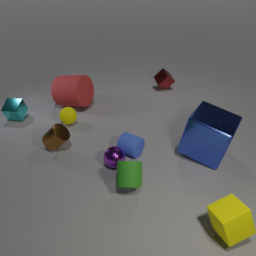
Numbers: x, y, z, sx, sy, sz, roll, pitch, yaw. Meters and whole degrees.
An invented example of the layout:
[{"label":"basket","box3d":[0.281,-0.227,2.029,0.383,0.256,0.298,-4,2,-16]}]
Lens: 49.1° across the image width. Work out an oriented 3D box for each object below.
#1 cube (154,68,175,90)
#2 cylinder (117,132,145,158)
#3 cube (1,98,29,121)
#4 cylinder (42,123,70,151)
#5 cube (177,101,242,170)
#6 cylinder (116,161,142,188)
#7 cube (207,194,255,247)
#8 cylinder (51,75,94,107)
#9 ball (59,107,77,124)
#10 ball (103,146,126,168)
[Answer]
[{"label":"cube","box3d":[1.909,-2.565,14.742,0.700,0.700,0.700,20,38,-45]},{"label":"cylinder","box3d":[0.100,0.566,9.457,0.700,0.700,0.700,21,35,28]},{"label":"cube","box3d":[-4.718,-0.774,11.712,0.700,0.700,0.700,5,59,9]},{"label":"cylinder","box3d":[-2.473,0.312,9.636,0.700,0.700,0.700,-37,14,29]},{"label":"cube","box3d":[2.648,0.204,9.124,1.400,1.400,1.400,27,39,19]},{"label":"cylinder","box3d":[0.039,1.267,7.718,0.700,0.700,0.700,1,-7,0]},{"label":"cube","box3d":[2.319,2.062,6.324,0.700,0.700,0.700,-24,21,-6]},{"label":"cylinder","box3d":[-2.484,-1.682,12.670,1.400,1.400,1.400,4,28,27]},{"label":"ball","box3d":[-2.423,-0.499,11.333,0.700,0.700,0.700,0,29,0]},{"label":"ball","box3d":[-0.428,0.925,8.878,0.700,0.700,0.700,0,29,0]}]
